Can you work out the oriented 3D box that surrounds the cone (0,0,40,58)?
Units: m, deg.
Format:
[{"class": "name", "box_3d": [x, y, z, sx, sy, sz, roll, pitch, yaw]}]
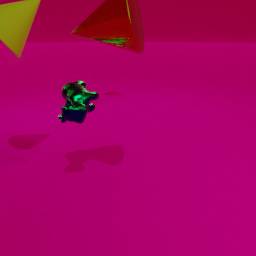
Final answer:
[{"class": "cone", "box_3d": [-2.143, -2.194, 5.519, 1.128, 1.124, 1.124, -43, 28, -4]}]

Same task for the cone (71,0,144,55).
[{"class": "cone", "box_3d": [-0.415, -1.685, 4.624, 1.149, 1.144, 1.144, -8, 17, 14]}]

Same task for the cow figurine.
[{"class": "cow figurine", "box_3d": [-1.021, -0.504, 5.283, 0.974, 0.543, 0.989, -15, 49, -45]}]
